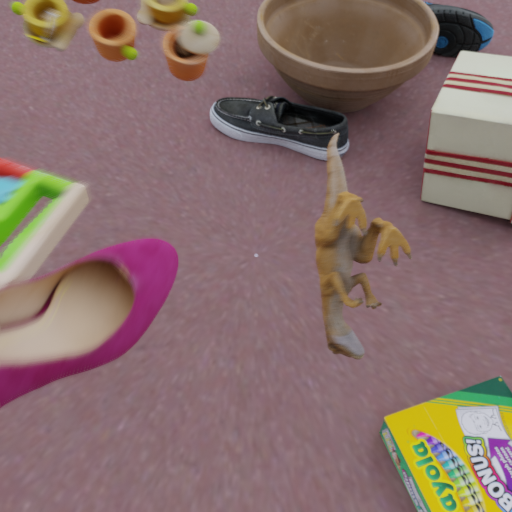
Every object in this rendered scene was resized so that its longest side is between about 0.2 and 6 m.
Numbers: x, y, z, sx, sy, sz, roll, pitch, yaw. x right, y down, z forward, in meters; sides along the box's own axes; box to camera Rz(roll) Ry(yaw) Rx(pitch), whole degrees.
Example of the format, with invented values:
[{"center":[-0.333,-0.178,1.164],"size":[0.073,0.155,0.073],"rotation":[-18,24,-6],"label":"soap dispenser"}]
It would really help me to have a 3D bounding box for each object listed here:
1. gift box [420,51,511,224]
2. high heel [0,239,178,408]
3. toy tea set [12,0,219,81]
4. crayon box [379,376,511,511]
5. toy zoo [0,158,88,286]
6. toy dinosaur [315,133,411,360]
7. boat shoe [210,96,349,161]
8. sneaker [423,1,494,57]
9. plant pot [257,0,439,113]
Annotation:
[{"center":[3.671,-1.588,8.289],"size":[2.022,1.998,2.165],"rotation":[15,58,22],"label":"gift box"},{"center":[-0.907,0.247,2.640],"size":[0.581,0.829,1.725],"rotation":[40,49,6],"label":"high heel"},{"center":[-1.364,-2.635,5.746],"size":[2.141,0.792,1.273],"rotation":[16,69,-1],"label":"toy tea set"},{"center":[2.418,2.374,6.039],"size":[1.520,0.513,1.762],"rotation":[-16,54,-12],"label":"crayon box"},{"center":[-2.562,-0.339,4.372],"size":[2.041,0.209,1.339],"rotation":[19,55,10],"label":"toy zoo"},{"center":[0.811,-0.284,5.560],"size":[0.778,1.369,2.577],"rotation":[5,80,-19],"label":"toy dinosaur"},{"center":[0.394,-2.364,9.588],"size":[2.547,0.721,0.874],"rotation":[18,54,14],"label":"boat shoe"},{"center":[3.415,-4.803,11.318],"size":[2.700,0.988,1.106],"rotation":[14,53,11],"label":"sneaker"},{"center":[1.556,-3.648,10.137],"size":[3.117,1.439,3.117],"rotation":[0,53,0],"label":"plant pot"}]
